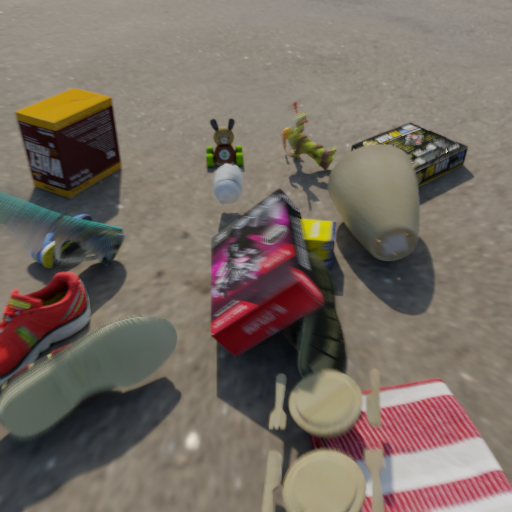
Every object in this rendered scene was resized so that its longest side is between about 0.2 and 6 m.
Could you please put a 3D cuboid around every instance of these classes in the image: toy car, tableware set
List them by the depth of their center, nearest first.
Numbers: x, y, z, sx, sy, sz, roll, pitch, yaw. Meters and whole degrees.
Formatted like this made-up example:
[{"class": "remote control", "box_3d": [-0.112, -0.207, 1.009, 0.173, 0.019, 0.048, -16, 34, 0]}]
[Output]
[{"class": "tableware set", "box_3d": [0.765, 2.120, 6.157, 1.249, 0.379, 1.889, -6, 39, 14]}, {"class": "toy car", "box_3d": [-0.711, -2.532, 12.311, 0.816, 0.994, 0.784, -3, 35, -3]}]

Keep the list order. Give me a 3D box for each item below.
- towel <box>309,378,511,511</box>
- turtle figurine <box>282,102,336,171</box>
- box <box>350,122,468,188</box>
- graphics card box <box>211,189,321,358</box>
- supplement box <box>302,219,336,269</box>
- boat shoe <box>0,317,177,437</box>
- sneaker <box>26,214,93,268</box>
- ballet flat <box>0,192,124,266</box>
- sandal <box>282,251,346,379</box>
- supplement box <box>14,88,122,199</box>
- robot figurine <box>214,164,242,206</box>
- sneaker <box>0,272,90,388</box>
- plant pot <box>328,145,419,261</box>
[{"class": "towel", "box_3d": [1.754, 2.461, 6.001, 1.956, 0.309, 2.716, -6, 36, -10]}, {"class": "turtle figurine", "box_3d": [1.046, -2.432, 12.003, 1.347, 1.671, 0.538, 35, 64, 13]}, {"class": "box", "box_3d": [3.342, -2.211, 12.264, 2.041, 0.504, 1.629, -26, 44, -31]}, {"class": "graphics card box", "box_3d": [0.052, 0.158, 8.134, 1.480, 0.600, 2.359, -35, 30, 21]}, {"class": "supplement box", "box_3d": [0.771, -0.220, 9.444, 1.086, 0.591, 0.595, 5, 38, 8]}, {"class": "boat shoe", "box_3d": [-2.076, 1.376, 6.958, 2.296, 0.840, 0.719, -27, 13, -28]}, {"class": "sneaker", "box_3d": [-3.385, -0.344, 9.720, 0.564, 0.507, 1.372, 14, 37, 22]}, {"class": "ballet flat", "box_3d": [-3.136, -0.341, 8.708, 2.340, 0.868, 0.868, 17, 21, -39]}, {"class": "sandal", "box_3d": [0.731, 0.887, 7.861, 0.678, 0.944, 2.378, -26, 32, 20]}, {"class": "supplement box", "box_3d": [-3.781, -2.333, 11.494, 1.075, 1.619, 1.597, 19, 40, 24]}, {"class": "robot figurine", "box_3d": [-0.529, -1.339, 10.560, 0.519, 0.779, 0.919, 15, 43, -13]}, {"class": "sneaker", "box_3d": [-3.250, 0.931, 7.558, 0.854, 0.941, 2.217, 20, 40, 25]}, {"class": "plant pot", "box_3d": [2.160, -0.776, 9.603, 1.576, 1.576, 1.683, -3, 45, -4]}]
